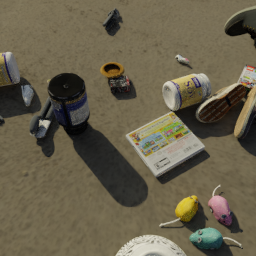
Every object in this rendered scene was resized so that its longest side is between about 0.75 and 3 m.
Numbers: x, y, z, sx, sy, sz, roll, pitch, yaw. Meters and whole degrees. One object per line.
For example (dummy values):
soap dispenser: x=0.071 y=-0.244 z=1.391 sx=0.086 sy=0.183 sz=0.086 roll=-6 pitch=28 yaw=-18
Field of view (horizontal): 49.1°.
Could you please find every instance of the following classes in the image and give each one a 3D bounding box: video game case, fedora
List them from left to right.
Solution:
fedora: x=-0.727 y=-2.613 z=13.215 sx=1.185 sy=0.483 sz=1.185 roll=-2 pitch=51 yaw=2
video game case: x=1.440 y=0.560 z=10.986 sx=2.323 sy=0.266 sz=2.114 roll=-27 pitch=58 yaw=-18

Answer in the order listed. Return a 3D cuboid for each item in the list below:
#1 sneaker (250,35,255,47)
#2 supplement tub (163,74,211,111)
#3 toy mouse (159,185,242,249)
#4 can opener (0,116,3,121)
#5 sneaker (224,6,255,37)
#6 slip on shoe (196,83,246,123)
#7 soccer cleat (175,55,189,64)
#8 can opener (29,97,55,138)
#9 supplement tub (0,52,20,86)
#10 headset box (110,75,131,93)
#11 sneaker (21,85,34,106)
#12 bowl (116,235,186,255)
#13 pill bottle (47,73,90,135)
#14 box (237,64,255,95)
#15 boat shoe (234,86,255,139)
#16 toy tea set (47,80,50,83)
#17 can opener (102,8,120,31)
sneaker: x=7.055 y=-4.313 z=14.392 sx=1.066 sy=0.745 sz=2.144 roll=-15 pitch=50 yaw=-6
supplement tub: x=2.501 y=-1.564 z=11.930 sx=1.746 sy=1.270 sz=1.270 roll=-19 pitch=56 yaw=-14
toy mouse: x=2.716 y=2.982 z=9.016 sx=2.556 sy=0.495 sz=2.272 roll=-39 pitch=62 yaw=-25
can opener: x=-5.661 y=-0.512 z=11.846 sx=0.958 sy=0.256 sz=0.320 roll=33 pitch=27 yaw=23
sneaker: x=4.275 y=-3.446 z=9.649 sx=0.840 sy=2.247 sz=1.194 roll=21 pitch=72 yaw=-32
slip on shoe: x=3.826 y=-1.089 z=11.935 sx=2.597 sy=0.987 sz=0.787 roll=-36 pitch=21 yaw=-15
soccer cleat: x=2.682 y=-3.360 z=13.933 sx=0.342 sy=0.277 sz=0.793 roll=-38 pitch=56 yaw=-16
can opener: x=-3.406 y=-0.591 z=11.527 sx=0.603 sy=0.756 sz=2.262 roll=9 pitch=54 yaw=7
supplement tub: x=-6.035 y=-2.546 z=12.557 sx=1.971 sy=1.433 sz=1.433 roll=-12 pitch=54 yaw=-10
headset box: x=-0.342 y=-2.016 z=12.833 sx=0.971 sy=0.375 sz=0.723 roll=-5 pitch=53 yaw=-5
sneaker: x=-4.415 y=-1.469 z=12.408 sx=0.486 sy=0.461 sz=1.207 roll=-9 pitch=55 yaw=-18
bowl: x=0.710 y=4.128 z=7.722 sx=2.581 sy=1.211 sz=2.581 roll=0 pitch=54 yaw=0
pill bottle: x=-2.165 y=-0.806 z=10.659 sx=1.335 sy=2.388 sz=1.335 roll=0 pitch=54 yaw=-1
box: x=6.422 y=-1.821 z=12.617 sx=2.783 sy=0.483 sz=1.532 roll=23 pitch=57 yaw=17
boat shoe: x=5.146 y=-0.618 z=11.409 sx=0.882 sy=0.979 sz=2.721 roll=29 pitch=61 yaw=7
toy tea set: x=-3.267 y=-1.881 z=12.698 sx=1.157 sy=0.428 sz=0.688 roll=26 pitch=57 yaw=18
can opener: x=-1.023 y=-6.206 z=16.015 sx=0.617 sy=0.492 sz=1.846 roll=-5 pitch=46 yaw=39
